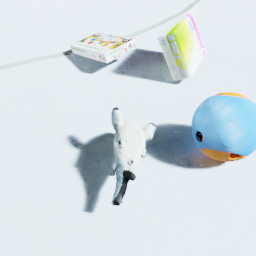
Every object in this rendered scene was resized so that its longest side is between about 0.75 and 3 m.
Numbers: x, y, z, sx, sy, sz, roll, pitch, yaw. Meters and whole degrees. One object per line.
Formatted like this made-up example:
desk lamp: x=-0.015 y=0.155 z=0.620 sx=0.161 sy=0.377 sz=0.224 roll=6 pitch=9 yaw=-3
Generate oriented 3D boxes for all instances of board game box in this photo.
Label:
board game box: x=-0.894 y=-2.849 z=9.773 sx=1.333 sy=0.365 sz=2.112 roll=-35 pitch=41 yaw=-27

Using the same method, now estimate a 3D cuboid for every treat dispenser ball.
treat dispenser ball: x=2.180 y=-0.027 z=6.186 sx=1.532 sy=1.532 sz=1.532 roll=0 pitch=42 yaw=0

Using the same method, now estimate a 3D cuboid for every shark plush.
shark plush: x=0.026 y=0.627 z=5.931 sx=1.052 sy=0.965 sz=2.316 roll=15 pitch=42 yaw=-22

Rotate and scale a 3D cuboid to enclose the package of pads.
package of pads: x=1.802 y=-2.619 z=9.053 sx=0.695 sy=1.574 sz=2.038 roll=-7 pitch=32 yaw=37
